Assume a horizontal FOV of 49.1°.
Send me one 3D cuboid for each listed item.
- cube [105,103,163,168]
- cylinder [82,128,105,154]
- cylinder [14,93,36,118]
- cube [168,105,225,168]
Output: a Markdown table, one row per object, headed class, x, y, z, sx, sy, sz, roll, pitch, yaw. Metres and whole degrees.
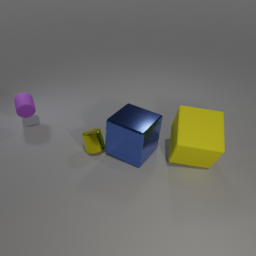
| class | x | y | z | sx | sy | sz | roll | pitch | yaw |
| --- | --- | --- | --- | --- | --- | --- | --- | --- | --- |
| cube | 0.186 | 0.214 | 9.565 | 1.400 | 1.400 | 1.400 | 22 | 38 | 23 |
| cylinder | -1.202 | 0.441 | 9.803 | 0.700 | 0.700 | 0.700 | -12 | 17 | 4 |
| cylinder | -3.975 | -0.874 | 10.794 | 0.700 | 0.700 | 0.700 | -13 | 52 | -19 |
| cube | 2.149 | 0.309 | 8.946 | 1.400 | 1.400 | 1.400 | 9 | 61 | 1 |
